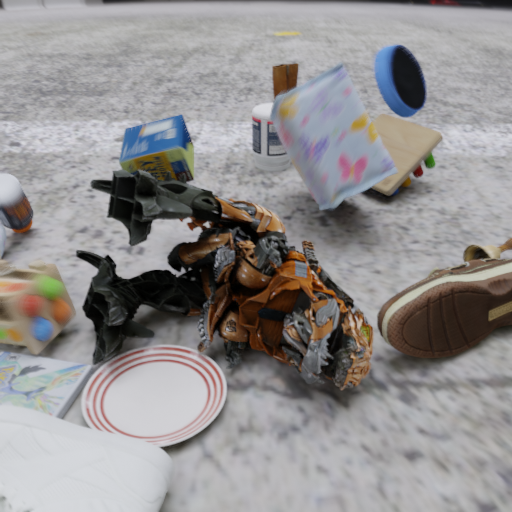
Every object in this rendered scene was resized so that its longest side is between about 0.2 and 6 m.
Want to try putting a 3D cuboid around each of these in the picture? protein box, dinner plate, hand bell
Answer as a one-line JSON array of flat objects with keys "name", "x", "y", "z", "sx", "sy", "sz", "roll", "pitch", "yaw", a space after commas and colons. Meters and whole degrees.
[{"name": "protein box", "x": -1.531, "y": -1.595, "z": 8.776, "sx": 0.968, "sy": 0.653, "sz": 0.961, "roll": -13, "pitch": 44, "yaw": 6}, {"name": "dinner plate", "x": -1.362, "y": 1.890, "z": 7.590, "sx": 1.922, "sy": 0.233, "sz": 1.922, "roll": 0, "pitch": 32, "yaw": 0}, {"name": "hand bell", "x": 4.530, "y": -0.118, "z": 10.386, "sx": 1.251, "sy": 0.652, "sz": 0.652, "roll": -23, "pitch": 38, "yaw": -24}]

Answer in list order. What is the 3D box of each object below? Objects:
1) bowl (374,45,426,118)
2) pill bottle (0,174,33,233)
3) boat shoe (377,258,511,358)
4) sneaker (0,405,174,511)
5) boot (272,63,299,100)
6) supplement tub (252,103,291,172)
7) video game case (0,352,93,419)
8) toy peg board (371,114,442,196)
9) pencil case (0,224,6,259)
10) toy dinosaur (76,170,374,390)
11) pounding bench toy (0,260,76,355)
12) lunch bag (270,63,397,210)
[{"name": "bowl", "x": 3.792, "y": -4.559, "z": 14.537, "sx": 0.375, "sy": 1.911, "sz": 1.911, "roll": -15, "pitch": 14, "yaw": 46}, {"name": "pill bottle", "x": -4.880, "y": -0.986, "z": 11.180, "sx": 0.678, "sy": 1.276, "sz": 0.678, "roll": 1, "pitch": 59, "yaw": -2}, {"name": "boat shoe", "x": 3.108, "y": 0.712, "z": 8.826, "sx": 3.329, "sy": 1.229, "sz": 1.231, "roll": -8, "pitch": 19, "yaw": -26}, {"name": "sneaker", "x": -2.440, "y": 2.531, "z": 5.746, "sx": 2.831, "sy": 1.043, "sz": 1.636, "roll": 6, "pitch": 29, "yaw": 8}, {"name": "boot", "x": 0.629, "y": -4.275, "z": 15.933, "sx": 0.737, "sy": 2.151, "sz": 2.025, "roll": 24, "pitch": 39, "yaw": 34}, {"name": "supplement tub", "x": 0.432, "y": -3.091, "z": 14.559, "sx": 1.082, "sy": 1.542, "sz": 1.082, "roll": 0, "pitch": 31, "yaw": 0}, {"name": "video game case", "x": -3.223, "y": 1.922, "z": 7.526, "sx": 1.457, "sy": 0.176, "sz": 1.598, "roll": 6, "pitch": 29, "yaw": 10}, {"name": "toy peg board", "x": 3.272, "y": -2.271, "z": 13.682, "sx": 1.920, "sy": 0.943, "sz": 1.928, "roll": -47, "pitch": 44, "yaw": -7}, {"name": "pencil case", "x": -5.105, "y": 0.034, "z": 10.070, "sx": 0.892, "sy": 0.817, "sz": 1.967, "roll": 10, "pitch": 29, "yaw": -19}, {"name": "toy dinosaur", "x": -0.645, "y": 0.177, "z": 8.918, "sx": 3.793, "sy": 2.855, "sz": 5.589, "roll": 1, "pitch": 9, "yaw": -34}, {"name": "pounding bench toy", "x": -3.433, "y": 0.599, "z": 8.673, "sx": 1.239, "sy": 0.987, "sz": 1.589, "roll": 2, "pitch": 33, "yaw": 24}, {"name": "lunch bag", "x": 1.499, "y": -2.342, "z": 11.636, "sx": 1.812, "sy": 2.417, "sz": 2.850, "roll": -29, "pitch": 2, "yaw": -2}]
